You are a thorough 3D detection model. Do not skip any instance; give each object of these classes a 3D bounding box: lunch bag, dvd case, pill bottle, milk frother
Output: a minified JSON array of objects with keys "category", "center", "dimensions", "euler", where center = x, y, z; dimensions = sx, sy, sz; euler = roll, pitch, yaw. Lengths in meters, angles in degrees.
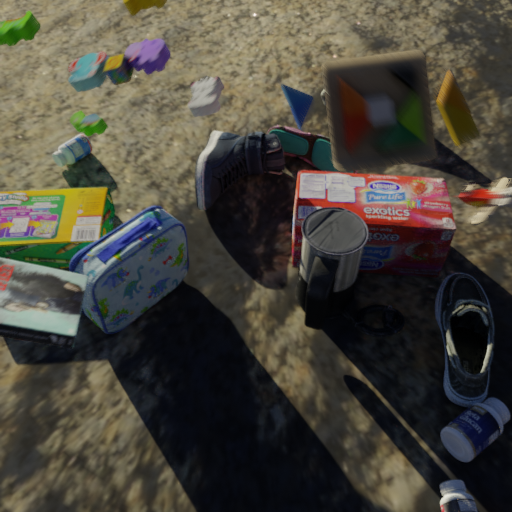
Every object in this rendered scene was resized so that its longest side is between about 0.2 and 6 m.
[{"category":"lunch bag","center":[-2.124,0.194,9.678],"dimensions":[0.860,1.677,2.086],"euler":[35,58,25]},{"category":"dvd case","center":[-3.275,0.489,7.149],"dimensions":[2.065,0.227,1.508],"euler":[13,25,-16]},{"category":"pill bottle","center":[2.761,3.498,7.565],"dimensions":[0.456,0.456,0.823],"euler":[-3,48,-2]},{"category":"milk frother","center":[1.652,0.370,9.479],"dimensions":[1.864,1.753,1.682],"euler":[0,49,0]},{"category":"pill bottle","center":[-4.201,-2.385,12.785],"dimensions":[0.479,0.479,0.853],"euler":[32,56,25]},{"category":"pill bottle","center":[3.289,2.552,8.340],"dimensions":[1.007,0.559,0.559],"euler":[-28,54,-24]}]

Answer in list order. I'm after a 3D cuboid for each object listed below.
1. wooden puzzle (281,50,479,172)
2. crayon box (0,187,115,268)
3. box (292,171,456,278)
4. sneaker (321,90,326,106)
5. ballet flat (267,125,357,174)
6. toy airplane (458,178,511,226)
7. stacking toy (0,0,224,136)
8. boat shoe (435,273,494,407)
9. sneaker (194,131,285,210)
[{"category":"wooden puzzle","center":[1.964,-2.293,8.768],"dimensions":[2.838,0.332,1.914],"euler":[-15,91,-1]},{"category":"crayon box","center":[-4.166,-0.537,10.949],"dimensions":[2.560,0.746,1.521],"euler":[-3,48,-3]},{"category":"box","center":[2.125,-0.608,10.600],"dimensions":[2.845,1.358,1.418],"euler":[3,48,3]},{"category":"sneaker","center":[2.735,-3.764,13.840],"dimensions":[2.485,0.941,1.143],"euler":[25,60,30]},{"category":"ballet flat","center":[1.351,-2.455,12.741],"dimensions":[2.312,0.799,0.823],"euler":[25,33,21]},{"category":"toy airplane","center":[3.783,-0.873,9.059],"dimensions":[0.811,0.572,0.807],"euler":[-21,41,15]},{"category":"stacking toy","center":[-2.563,-3.554,10.260],"dimensions":[3.505,2.643,0.824],"euler":[-6,58,17]},{"category":"boat shoe","center":[3.567,1.167,9.288],"dimensions":[0.957,0.942,2.656],"euler":[6,46,7]},{"category":"sneaker","center":[-0.309,-1.865,12.012],"dimensions":[1.755,0.924,2.429],"euler":[6,47,9]}]
